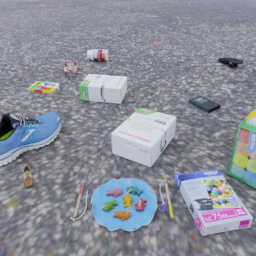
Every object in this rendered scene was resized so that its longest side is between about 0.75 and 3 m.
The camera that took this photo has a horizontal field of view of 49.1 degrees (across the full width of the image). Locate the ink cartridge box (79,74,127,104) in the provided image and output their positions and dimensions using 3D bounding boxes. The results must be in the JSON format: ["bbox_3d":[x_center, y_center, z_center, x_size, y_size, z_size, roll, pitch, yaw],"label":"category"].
[{"bbox_3d":[-1.037,-1.728,12.230,1.833,0.773,1.339,7,34,10],"label":"ink cartridge box"}]

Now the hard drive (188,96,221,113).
[{"bbox_3d":[3.174,-1.002,11.659,0.761,0.179,1.090,-21,38,-30],"label":"hard drive"}]

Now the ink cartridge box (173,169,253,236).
[{"bbox_3d":[2.085,1.728,7.261,1.230,0.433,2.061,-6,32,-10],"label":"ink cartridge box"}]

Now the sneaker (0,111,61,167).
[{"bbox_3d":[-3.345,0.067,9.018,1.119,1.270,2.848,22,38,30],"label":"sneaker"}]

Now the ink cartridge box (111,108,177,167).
[{"bbox_3d":[0.548,0.228,9.160,1.421,0.824,1.963,17,37,24],"label":"ink cartridge box"}]

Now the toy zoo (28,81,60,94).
[{"bbox_3d":[-3.834,-1.888,13.065,1.376,0.141,0.903,7,34,12],"label":"toy zoo"}]

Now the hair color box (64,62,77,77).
[{"bbox_3d":[-3.001,-3.073,14.684,0.620,0.374,1.221,-5,34,-10],"label":"hair color box"}]

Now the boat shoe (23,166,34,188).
[{"bbox_3d":[-2.848,1.364,7.912,0.290,0.283,0.767,-14,36,-21],"label":"boat shoe"}]

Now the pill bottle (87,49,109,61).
[{"bbox_3d":[-1.734,-4.206,16.178,1.157,0.654,0.654,3,33,5],"label":"pill bottle"}]

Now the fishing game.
[{"bbox_3d":[-0.125,1.830,7.102,2.484,0.386,1.779,0,34,4],"label":"fishing game"}]

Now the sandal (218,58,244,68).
[{"bbox_3d":[5.745,-3.624,15.588,0.673,0.428,1.790,-12,22,-16],"label":"sandal"}]

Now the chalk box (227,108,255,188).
[{"bbox_3d":[3.960,0.624,7.700,1.751,1.760,2.829,25,39,33],"label":"chalk box"}]
